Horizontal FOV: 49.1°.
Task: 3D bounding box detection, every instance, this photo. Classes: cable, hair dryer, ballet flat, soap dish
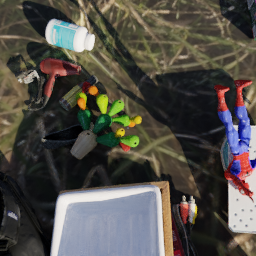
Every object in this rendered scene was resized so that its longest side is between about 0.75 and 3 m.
[{"bbox_3d":[1.488,2.517,6.878,0.427,0.824,1.696,-24,57,34],"label":"cable"},{"bbox_3d":[-2.399,-1.490,8.803,1.994,0.542,1.519,-30,77,-1],"label":"hair dryer"},{"bbox_3d":[-1.695,0.203,7.995,1.564,0.444,0.520,-23,65,-16],"label":"ballet flat"},{"bbox_3d":[-0.322,2.441,6.279,2.775,1.127,2.183,-9,64,19],"label":"soap dish"}]

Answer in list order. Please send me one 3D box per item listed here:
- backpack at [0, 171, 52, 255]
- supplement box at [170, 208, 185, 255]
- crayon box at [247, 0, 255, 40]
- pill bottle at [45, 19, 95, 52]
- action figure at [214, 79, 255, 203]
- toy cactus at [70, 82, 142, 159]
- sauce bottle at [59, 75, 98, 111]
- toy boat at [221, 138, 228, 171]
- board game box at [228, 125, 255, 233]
[{"bbox_3d":[-3.041,2.220,6.320,1.657,2.184,2.618,-34,65,-6],"label":"backpack"},{"bbox_3d":[0.759,3.105,6.647,1.141,0.639,2.097,-13,68,-5],"label":"supplement box"},{"bbox_3d":[5.212,-3.956,9.753,1.715,0.580,1.988,3,67,0],"label":"crayon box"},{"bbox_3d":[-1.878,-3.003,9.213,1.476,0.818,0.818,18,68,7],"label":"pill bottle"},{"bbox_3d":[2.669,0.435,6.204,0.911,1.381,2.791,-16,109,-9],"label":"action figure"},{"bbox_3d":[-0.845,-0.017,7.910,2.425,1.240,2.001,40,91,11],"label":"toy cactus"},{"bbox_3d":[-1.476,-1.103,8.585,0.440,0.440,1.359,41,72,16],"label":"sauce bottle"},{"bbox_3d":[3.473,0.748,7.549,1.853,0.861,1.558,-5,66,-1],"label":"toy boat"},{"bbox_3d":[3.891,1.303,7.134,2.666,0.345,2.666,2,83,5],"label":"board game box"}]
